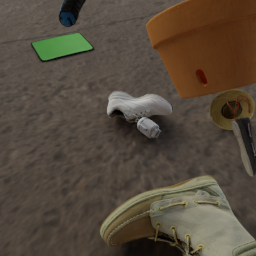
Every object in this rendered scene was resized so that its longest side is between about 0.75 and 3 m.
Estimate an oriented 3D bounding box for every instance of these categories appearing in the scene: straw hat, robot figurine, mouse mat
[{"bbox_3d":[3.392,-0.570,9.129,1.373,1.373,0.581,21,6,21],"label":"straw hat"},{"bbox_3d":[0.617,-0.014,8.656,0.836,0.472,0.709,38,16,34],"label":"robot figurine"},{"bbox_3d":[-3.064,-3.817,13.004,2.493,0.094,2.006,-19,47,-21],"label":"mouse mat"}]

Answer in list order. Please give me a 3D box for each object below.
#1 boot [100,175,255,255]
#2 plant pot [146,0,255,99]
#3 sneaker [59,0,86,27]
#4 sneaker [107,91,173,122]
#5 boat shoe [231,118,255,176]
[{"bbox_3d":[1.136,2.365,5.719,2.987,1.076,2.310,-15,46,-17],"label":"boot"},{"bbox_3d":[1.902,-1.759,6.311,2.635,1.844,2.635,-14,6,2],"label":"plant pot"},{"bbox_3d":[-1.429,-3.721,7.754,0.665,1.816,0.744,28,14,-30],"label":"sneaker"},{"bbox_3d":[0.354,-0.577,9.180,2.206,0.822,0.961,4,55,14],"label":"sneaker"},{"bbox_3d":[2.596,0.400,5.990,0.369,1.295,0.433,-19,6,4],"label":"boat shoe"}]
